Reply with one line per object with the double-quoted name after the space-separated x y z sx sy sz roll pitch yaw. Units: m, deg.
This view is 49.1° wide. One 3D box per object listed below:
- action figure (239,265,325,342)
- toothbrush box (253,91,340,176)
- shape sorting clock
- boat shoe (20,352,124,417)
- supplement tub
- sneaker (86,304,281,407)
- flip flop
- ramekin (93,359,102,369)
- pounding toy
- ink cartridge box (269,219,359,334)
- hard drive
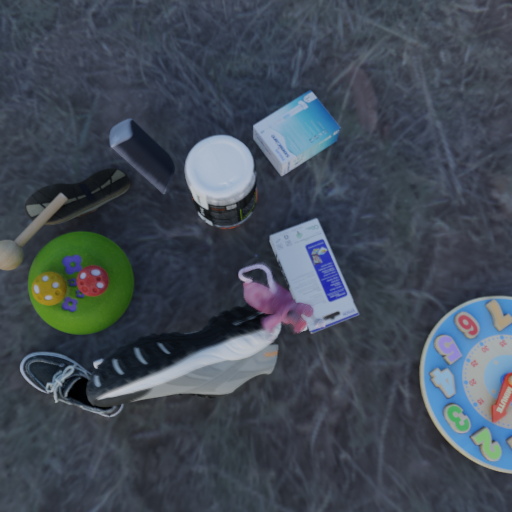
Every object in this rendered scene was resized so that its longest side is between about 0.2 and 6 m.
0.463 0.774 9.119 0.991 1.480 1.102 -22 114 -17 "action figure"
0.814 -2.513 11.512 1.459 0.622 1.068 -34 77 -9 "toothbrush box"
4.601 2.268 10.183 3.178 0.623 3.178 0 74 0 "shape sorting clock"
-3.393 2.325 10.122 2.061 0.704 0.761 29 76 8 "boat shoe"
-0.606 -1.267 10.430 1.245 2.033 1.245 0 74 0 "supplement tub"
-1.096 1.959 9.531 3.462 1.279 1.373 -14 113 -22 "sneaker"
-3.525 -1.129 11.201 2.095 0.603 0.850 -27 72 -23 "flip flop"
-2.371 1.990 10.100 1.022 1.022 0.476 -17 87 -5 "ramekin"
-3.477 0.293 10.146 1.956 1.176 2.534 -43 92 -4 "pounding toy"
1.096 0.398 10.824 1.034 0.407 2.078 -19 74 -5 "ink cartridge box"
-2.093 -1.940 10.463 0.427 2.016 1.360 -44 114 8 "hard drive"
